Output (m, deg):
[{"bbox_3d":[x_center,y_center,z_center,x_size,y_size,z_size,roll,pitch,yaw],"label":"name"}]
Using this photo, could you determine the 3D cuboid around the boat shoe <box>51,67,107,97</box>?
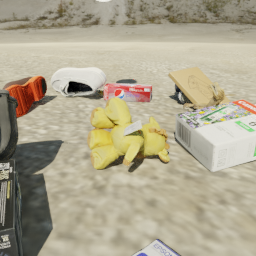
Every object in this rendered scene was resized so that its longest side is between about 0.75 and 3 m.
[{"bbox_3d":[-2.223,-1.729,11.366,3.000,1.080,1.028,7,47,33],"label":"boat shoe"}]

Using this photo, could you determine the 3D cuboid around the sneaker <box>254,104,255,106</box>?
[{"bbox_3d":[4.629,-0.392,8.269,2.204,0.864,1.273,-26,39,-27],"label":"sneaker"}]

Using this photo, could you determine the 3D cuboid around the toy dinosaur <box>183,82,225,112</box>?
[{"bbox_3d":[2.309,-0.330,7.726,1.296,0.746,2.564,-11,-23,21],"label":"toy dinosaur"}]

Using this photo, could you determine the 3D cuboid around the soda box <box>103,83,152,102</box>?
[{"bbox_3d":[0.001,-1.391,10.961,1.851,0.587,0.648,4,21,9],"label":"soda box"}]

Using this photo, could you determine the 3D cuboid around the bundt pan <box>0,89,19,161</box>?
[{"bbox_3d":[-3.053,0.317,4.514,2.739,1.028,2.739,-20,-10,-4],"label":"bundt pan"}]

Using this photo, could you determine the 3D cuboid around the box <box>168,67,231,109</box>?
[{"bbox_3d":[2.577,-1.392,10.023,1.611,0.210,1.971,-17,61,-37],"label":"box"}]

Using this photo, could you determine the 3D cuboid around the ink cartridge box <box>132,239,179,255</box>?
[{"bbox_3d":[0.271,1.853,2.745,1.354,0.318,1.338,-14,23,-37],"label":"ink cartridge box"}]

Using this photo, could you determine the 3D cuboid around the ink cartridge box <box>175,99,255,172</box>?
[{"bbox_3d":[2.753,-0.021,6.529,2.911,0.733,1.586,-13,30,-15],"label":"ink cartridge box"}]

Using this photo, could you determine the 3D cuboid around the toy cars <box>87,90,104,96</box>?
[{"bbox_3d":[-1.299,-1.426,11.593,1.053,0.233,0.472,-3,8,3],"label":"toy cars"}]

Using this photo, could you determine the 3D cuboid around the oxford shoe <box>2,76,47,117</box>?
[{"bbox_3d":[-3.828,-1.033,9.402,1.036,1.016,2.855,2,23,14],"label":"oxford shoe"}]

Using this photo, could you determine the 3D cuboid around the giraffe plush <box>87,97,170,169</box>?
[{"bbox_3d":[0.155,0.189,5.932,1.400,1.490,1.726,12,-10,-42],"label":"giraffe plush"}]

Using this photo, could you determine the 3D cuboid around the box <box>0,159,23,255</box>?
[{"bbox_3d":[-2.209,1.225,3.704,1.469,0.772,1.794,-8,22,-20],"label":"box"}]

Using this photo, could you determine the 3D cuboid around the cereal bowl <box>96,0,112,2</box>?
[{"bbox_3d":[-0.740,-4.560,8.784,1.154,1.154,0.481,2,23,5],"label":"cereal bowl"}]

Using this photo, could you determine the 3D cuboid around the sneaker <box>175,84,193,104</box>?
[{"bbox_3d":[2.181,-1.440,10.916,1.845,0.702,1.333,-19,28,-41],"label":"sneaker"}]
